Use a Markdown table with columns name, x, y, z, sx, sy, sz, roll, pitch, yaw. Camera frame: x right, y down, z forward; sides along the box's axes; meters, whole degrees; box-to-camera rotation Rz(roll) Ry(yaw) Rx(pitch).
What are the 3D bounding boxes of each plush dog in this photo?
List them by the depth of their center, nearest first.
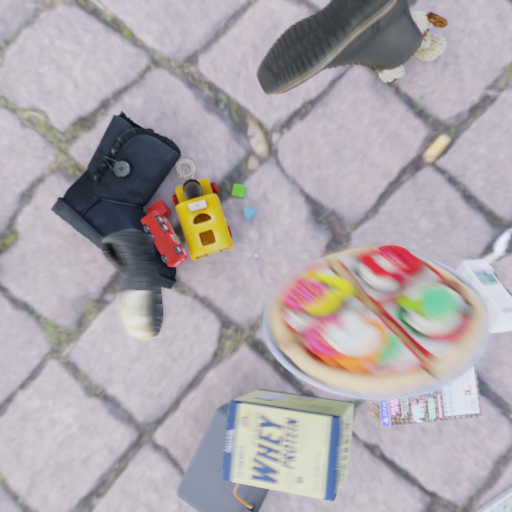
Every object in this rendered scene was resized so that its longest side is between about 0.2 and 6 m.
| name | x | y | z | sx | sy | sz | roll | pitch | yaw |
| --- | --- | --- | --- | --- | --- | --- | --- | --- | --- |
| plush dog | 2.862 | -4.159 | 10.568 | 1.441 | 1.237 | 1.156 | -29 | 87 | -2 |

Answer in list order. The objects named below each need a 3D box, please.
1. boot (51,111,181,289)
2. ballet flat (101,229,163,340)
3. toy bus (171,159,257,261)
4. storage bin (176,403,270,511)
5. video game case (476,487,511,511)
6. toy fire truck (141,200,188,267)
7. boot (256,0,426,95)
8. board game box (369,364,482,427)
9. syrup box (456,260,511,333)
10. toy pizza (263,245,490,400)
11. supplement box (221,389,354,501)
| name | x | y | z | sx | sy | sz | roll | pitch | yaw |
| --- | --- | --- | --- | --- | --- | --- | --- | --- | --- |
| boot | -2.105 | -1.067 | 10.427 | 2.839 | 1.084 | 2.386 | 36 | 91 | 9 |
| ballet flat | -1.683 | 0.375 | 7.519 | 0.769 | 2.706 | 0.899 | -9 | 113 | -11 |
| toy bus | -1.045 | -0.820 | 10.500 | 1.836 | 0.949 | 1.732 | 26 | 87 | 1 |
| storage bin | -0.378 | 3.786 | 10.001 | 1.485 | 1.609 | 2.211 | 25 | 87 | 12 |
| video game case | 4.710 | 5.325 | 10.484 | 1.607 | 0.177 | 1.465 | -33 | 87 | -2 |
| toy fire truck | -1.659 | -0.419 | 10.312 | 0.347 | 1.005 | 1.425 | -34 | 80 | 9 |
| boot | 1.324 | -2.889 | 8.226 | 2.324 | 1.608 | 0.900 | -30 | 61 | 24 |
| board game box | 3.016 | 2.246 | 10.327 | 1.827 | 0.885 | 1.457 | -5 | 86 | 0 |
| syrup box | 3.699 | 0.629 | 8.982 | 0.461 | 0.477 | 1.171 | -4 | 47 | -20 |
| toy pizza | 1.551 | 0.671 | 7.518 | 2.978 | 2.978 | 0.472 | -9 | 124 | -1 |
| supplement box | 0.510 | 2.622 | 8.055 | 1.580 | 1.578 | 1.060 | 4 | 84 | 17 |
